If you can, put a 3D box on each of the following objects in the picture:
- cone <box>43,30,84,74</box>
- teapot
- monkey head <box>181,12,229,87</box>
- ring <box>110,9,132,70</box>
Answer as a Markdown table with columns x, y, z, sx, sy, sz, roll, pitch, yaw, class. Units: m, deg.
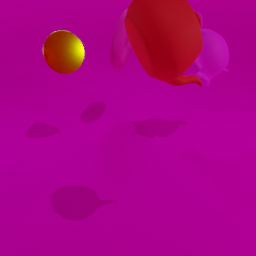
| x | y | z | sx | sy | sz | roll | pitch | yaw | class |
| --- | --- | --- | --- | --- | --- | --- | --- | --- | --- |
| -1.673 | -1.783 | 6.725 | 0.960 | 0.960 | 0.964 | -16 | 17 | -27 | cone |
| 0.467 | -1.013 | 3.166 | 0.775 | 1.583 | 0.984 | -28 | 33 | -2 | teapot |
| 1.701 | -1.768 | 6.893 | 1.417 | 1.969 | 1.187 | 21 | 71 | 49 | monkey head |
| -0.091 | -2.371 | 7.561 | 0.331 | 1.654 | 1.654 | 18 | 31 | 6 | ring |
